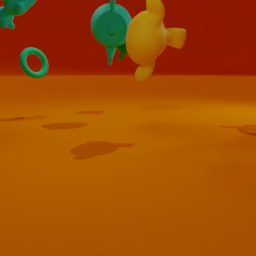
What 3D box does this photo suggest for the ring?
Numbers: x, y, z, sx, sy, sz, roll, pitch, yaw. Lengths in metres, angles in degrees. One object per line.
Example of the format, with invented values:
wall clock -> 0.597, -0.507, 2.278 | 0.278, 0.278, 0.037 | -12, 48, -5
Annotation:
ring -> -3.270, -2.262, 9.779 | 0.217, 1.083, 1.083 | -7, 5, 40

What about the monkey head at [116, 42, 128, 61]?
monkey head -> -0.250, -3.337, 11.304 | 1.116, 0.935, 1.552 | -43, 1, -35

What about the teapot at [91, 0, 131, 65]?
teapot -> -0.507, -3.018, 8.574 | 1.287, 2.071, 1.014 | 2, 29, -3

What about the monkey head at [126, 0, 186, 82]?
monkey head -> 0.616, -1.930, 6.098 | 1.287, 1.789, 1.078 | 11, 36, 2

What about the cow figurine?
cow figurine -> -3.490, -3.773, 8.628 | 1.540, 0.846, 1.516 | -50, 24, -19
